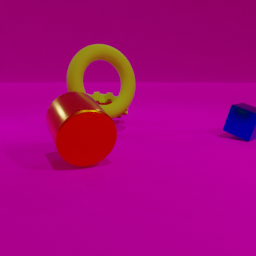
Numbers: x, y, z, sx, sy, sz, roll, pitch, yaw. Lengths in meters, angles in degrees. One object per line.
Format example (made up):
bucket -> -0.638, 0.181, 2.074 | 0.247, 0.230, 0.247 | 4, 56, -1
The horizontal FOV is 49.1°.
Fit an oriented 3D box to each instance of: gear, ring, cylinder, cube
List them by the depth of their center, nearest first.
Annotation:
cylinder -> -0.842, -0.011, 4.934 | 1.029, 1.029, 1.029 | -5, 25, -24
cube -> 2.933, -0.167, 7.000 | 0.710, 0.710, 0.710 | 29, 27, 37
ring -> -0.665, -1.205, 7.448 | 2.005, 2.005, 0.401 | -7, 5, -33
gear -> -0.817, -0.713, 9.390 | 1.631, 0.302, 1.631 | 2, -19, 1
